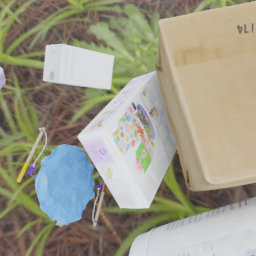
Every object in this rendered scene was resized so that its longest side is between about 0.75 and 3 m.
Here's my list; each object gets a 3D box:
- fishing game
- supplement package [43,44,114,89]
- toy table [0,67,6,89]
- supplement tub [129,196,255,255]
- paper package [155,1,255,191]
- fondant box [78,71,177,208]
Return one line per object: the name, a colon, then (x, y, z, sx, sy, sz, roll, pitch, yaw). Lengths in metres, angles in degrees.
fishing game: (-1.023, 0.934, 4.655, 0.285, 1.832, 1.312, -11, 52, 33)
supplement package: (-0.648, -0.797, 3.733, 0.787, 0.477, 0.471, 1, 100, -41)
toy table: (-3.217, -1.093, 4.294, 2.121, 1.351, 2.307, 28, 41, 34)
supplement tub: (1.667, 2.006, 3.864, 2.882, 1.902, 1.902, -25, 71, 20)
paper package: (1.865, -0.496, 4.010, 2.536, 1.312, 2.417, -13, 74, 0)
fondant box: (0.204, 0.121, 4.832, 0.592, 1.466, 2.033, -11, 27, 34)
